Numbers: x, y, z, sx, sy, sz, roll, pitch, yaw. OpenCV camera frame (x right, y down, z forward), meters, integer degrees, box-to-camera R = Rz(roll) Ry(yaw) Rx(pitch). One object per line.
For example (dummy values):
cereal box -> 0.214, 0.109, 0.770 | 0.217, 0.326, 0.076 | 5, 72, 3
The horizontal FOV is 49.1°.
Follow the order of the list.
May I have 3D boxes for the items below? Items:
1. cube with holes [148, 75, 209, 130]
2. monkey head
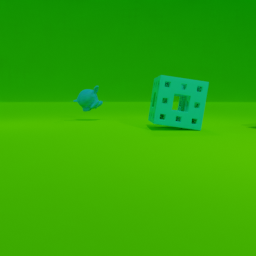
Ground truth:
cube with holes -> 1.440, -0.756, 8.399 | 1.353, 1.353, 1.353 | 8, 6, -3
monkey head -> -1.572, -1.199, 11.716 | 1.444, 0.870, 1.039 | -26, -1, 33
